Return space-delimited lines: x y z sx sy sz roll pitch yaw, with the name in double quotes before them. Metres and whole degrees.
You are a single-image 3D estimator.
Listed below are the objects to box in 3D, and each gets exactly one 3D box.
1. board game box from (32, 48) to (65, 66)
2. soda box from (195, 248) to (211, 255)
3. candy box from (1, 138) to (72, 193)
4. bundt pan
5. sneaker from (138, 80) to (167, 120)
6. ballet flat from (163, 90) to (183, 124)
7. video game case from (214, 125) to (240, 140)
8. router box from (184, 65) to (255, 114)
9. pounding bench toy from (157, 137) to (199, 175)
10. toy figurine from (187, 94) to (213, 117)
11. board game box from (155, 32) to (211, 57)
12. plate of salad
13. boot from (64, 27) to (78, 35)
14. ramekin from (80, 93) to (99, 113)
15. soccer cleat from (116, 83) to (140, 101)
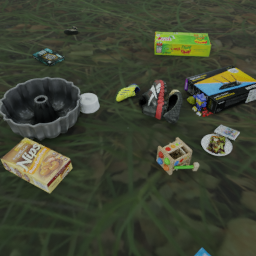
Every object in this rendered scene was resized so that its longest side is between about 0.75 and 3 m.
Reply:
"board game box" -3.942 -3.521 13.893 1.377 0.194 0.931 30 51 29
"soda box" 0.897 3.730 5.508 2.718 0.922 0.872 -31 51 -29
"candy box" -2.803 1.108 8.638 1.870 0.517 1.080 22 48 21
"bundt pan" -3.045 -0.640 10.138 2.850 1.070 2.850 0 44 0
"sneaker" 0.956 -1.218 10.969 1.061 0.768 2.172 6 44 3
"ballet flat" 1.653 -0.885 10.323 0.520 0.608 1.831 39 39 -21
"video game case" 3.479 0.145 9.818 0.711 0.092 0.781 25 27 25
"router box" 3.900 -1.636 11.456 2.547 0.650 1.900 -19 45 -23
"pounding bench toy" 1.508 1.015 8.616 0.878 0.699 1.125 -24 48 -23
"toy figurine" 2.836 -1.089 10.863 0.643 0.730 1.219 -12 44 -14
"board game box" 2.753 -4.335 14.434 2.728 0.649 1.386 3 43 3
"plate of salad" 3.013 0.526 9.481 1.021 0.245 1.021 1 43 -1
"boot" -3.277 -5.594 16.069 0.819 0.296 0.618 -3 40 -12
"ramekin" -1.564 -0.998 11.001 0.856 0.417 0.856 0 43 0
"soccer cleat" 0.016 -1.432 11.500 0.512 0.396 1.223 37 55 20
